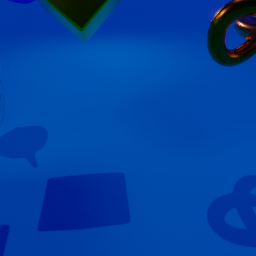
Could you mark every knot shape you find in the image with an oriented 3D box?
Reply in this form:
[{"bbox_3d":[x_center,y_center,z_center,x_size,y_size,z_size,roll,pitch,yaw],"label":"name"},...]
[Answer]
[{"bbox_3d":[2.208,-1.683,4.688,1.818,0.897,1.942,-17,-1,3],"label":"knot shape"}]

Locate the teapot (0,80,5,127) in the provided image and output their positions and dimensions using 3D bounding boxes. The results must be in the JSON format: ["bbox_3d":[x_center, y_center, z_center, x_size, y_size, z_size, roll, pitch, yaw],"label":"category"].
[{"bbox_3d":[-1.618,-0.218,2.297,1.634,1.016,0.800,-6,5,28],"label":"teapot"}]

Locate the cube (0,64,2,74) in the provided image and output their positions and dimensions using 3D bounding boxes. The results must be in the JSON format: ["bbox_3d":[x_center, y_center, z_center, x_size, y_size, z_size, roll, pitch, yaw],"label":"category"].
[{"bbox_3d":[-2.622,-1.123,3.634,1.355,1.355,1.355,-1,31,-7],"label":"cube"}]

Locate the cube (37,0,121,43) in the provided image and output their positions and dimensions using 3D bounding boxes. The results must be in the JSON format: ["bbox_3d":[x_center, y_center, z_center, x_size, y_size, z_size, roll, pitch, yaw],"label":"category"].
[{"bbox_3d":[-0.877,-2.428,5.020,1.154,1.154,1.154,40,1,-9],"label":"cube"}]

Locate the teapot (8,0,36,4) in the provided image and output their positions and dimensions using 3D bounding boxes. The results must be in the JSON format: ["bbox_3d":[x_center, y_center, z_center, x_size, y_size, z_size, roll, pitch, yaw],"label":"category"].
[{"bbox_3d":[-2.597,-3.546,6.501,1.276,1.005,2.053,-1,46,-35],"label":"teapot"}]
